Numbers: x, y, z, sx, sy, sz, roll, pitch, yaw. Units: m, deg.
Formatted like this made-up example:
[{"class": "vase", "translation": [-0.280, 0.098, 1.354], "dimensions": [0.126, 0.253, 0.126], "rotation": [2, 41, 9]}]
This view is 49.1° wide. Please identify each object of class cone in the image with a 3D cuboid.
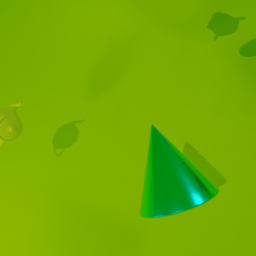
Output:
[{"class": "cone", "translation": [0.592, 0.553, 4.450], "dimensions": [1.289, 1.289, 1.293], "rotation": [-18, 86, -8]}]

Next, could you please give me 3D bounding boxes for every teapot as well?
[{"class": "teapot", "translation": [-2.347, -0.057, 5.457], "dimensions": [0.566, 0.719, 1.157], "rotation": [16, 82, 40]}]
